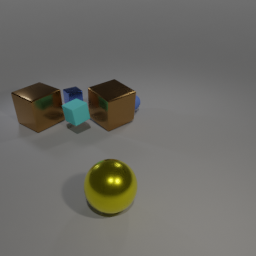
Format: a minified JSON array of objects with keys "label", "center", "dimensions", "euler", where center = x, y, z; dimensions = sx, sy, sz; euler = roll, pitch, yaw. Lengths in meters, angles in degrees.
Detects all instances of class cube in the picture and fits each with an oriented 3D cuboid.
[{"label":"cube","center":[-3.641,-0.881,11.445],"dimensions":[1.400,1.400,1.400],"euler":[22,38,33]},{"label":"cube","center":[-0.671,-0.966,11.457],"dimensions":[1.400,1.400,1.400],"euler":[-25,45,-34]},{"label":"cube","center":[-1.973,-0.610,10.673],"dimensions":[0.700,0.700,0.700],"euler":[-32,39,-34]},{"label":"cube","center":[-2.593,-1.477,13.255],"dimensions":[0.700,0.700,0.700],"euler":[-18,34,-29]}]

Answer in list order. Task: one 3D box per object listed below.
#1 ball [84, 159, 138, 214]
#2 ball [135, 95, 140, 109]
[{"label":"ball","center":[-0.449,1.504,7.311],"dimensions":[1.400,1.400,1.400],"euler":[0,30,0]},{"label":"ball","center":[0.202,-1.148,12.460],"dimensions":[0.700,0.700,0.700],"euler":[0,30,0]}]
